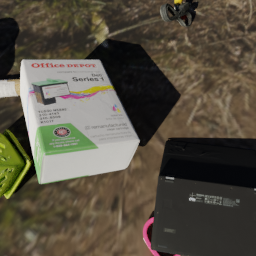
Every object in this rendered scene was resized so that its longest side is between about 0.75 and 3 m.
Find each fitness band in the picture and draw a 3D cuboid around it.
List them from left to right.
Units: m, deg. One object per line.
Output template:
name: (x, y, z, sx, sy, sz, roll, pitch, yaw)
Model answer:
fitness band: (0.762, 2.450, 6.190, 0.716, 0.187, 0.997, -34, 65, -11)

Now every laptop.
laptop: (1.879, 1.571, 6.520, 2.331, 1.443, 2.490, 6, 84, 12)

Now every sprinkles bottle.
sprinkles bottle: (-3.406, -1.170, 8.168, 1.523, 0.520, 0.520, -5, 59, 1)

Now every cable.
cable: (1.554, -3.754, 9.303, 0.570, 1.100, 2.266, 8, 35, 34)

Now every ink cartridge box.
ink cartridge box: (-1.260, -0.326, 6.520, 2.023, 1.173, 2.794, -6, 52, -26)

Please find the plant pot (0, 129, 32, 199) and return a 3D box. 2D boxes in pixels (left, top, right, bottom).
plant pot: (-3.137, 0.850, 6.382, 1.421, 1.289, 1.414, 45, 110, 25)
